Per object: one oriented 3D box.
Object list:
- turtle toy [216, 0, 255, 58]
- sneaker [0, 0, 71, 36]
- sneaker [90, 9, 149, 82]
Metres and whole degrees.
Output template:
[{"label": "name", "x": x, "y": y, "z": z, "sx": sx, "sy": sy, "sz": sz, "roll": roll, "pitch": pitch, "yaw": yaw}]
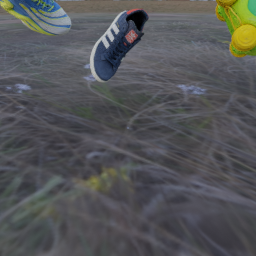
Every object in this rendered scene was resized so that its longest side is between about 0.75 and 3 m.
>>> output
[{"label": "turtle toy", "x": 3.019, "y": -3.161, "z": 7.003, "sx": 1.503, "sy": 2.973, "sz": 2.166, "roll": -21, "pitch": 2, "yaw": 20}, {"label": "sneaker", "x": -2.377, "y": -3.089, "z": 6.743, "sx": 2.588, "sy": 0.980, "sz": 1.359, "roll": 22, "pitch": -3, "yaw": -35}, {"label": "sneaker", "x": -0.153, "y": -2.011, "z": 6.581, "sx": 0.876, "sy": 0.777, "sz": 2.073, "roll": 3, "pitch": 64, "yaw": 48}]
